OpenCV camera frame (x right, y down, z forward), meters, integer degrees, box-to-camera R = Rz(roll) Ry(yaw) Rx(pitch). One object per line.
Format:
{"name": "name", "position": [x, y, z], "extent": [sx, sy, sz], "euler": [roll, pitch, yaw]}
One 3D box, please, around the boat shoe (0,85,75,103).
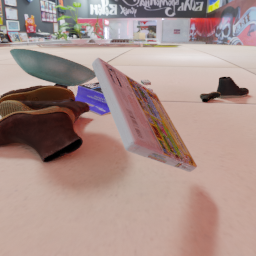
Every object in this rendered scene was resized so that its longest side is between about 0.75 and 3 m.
{"name": "boat shoe", "position": [-3.504, -1.209, 10.936], "extent": [2.849, 1.003, 1.002], "euler": [-4, 24, -9]}

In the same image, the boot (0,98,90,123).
{"name": "boot", "position": [-2.805, -0.588, 9.621], "extent": [2.506, 0.907, 2.084], "euler": [12, 21, 14]}

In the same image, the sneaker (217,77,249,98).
{"name": "sneaker", "position": [4.912, -1.917, 12.919], "extent": [1.760, 0.935, 0.658], "euler": [-9, 22, -22]}

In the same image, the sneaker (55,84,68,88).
{"name": "sneaker", "position": [-3.571, -2.164, 14.063], "extent": [1.115, 0.592, 0.417], "euler": [-19, 28, -41]}

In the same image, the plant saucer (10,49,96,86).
{"name": "plant saucer", "position": [-2.269, -1.701, 8.505], "extent": [2.611, 0.503, 2.611], "euler": [13, -2, 1]}

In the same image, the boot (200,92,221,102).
{"name": "boot", "position": [3.633, -1.317, 12.288], "extent": [0.892, 0.346, 0.617], "euler": [-10, 23, 12]}

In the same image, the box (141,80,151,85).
{"name": "box", "position": [1.002, -2.596, 15.856], "extent": [0.425, 0.134, 0.772], "euler": [-3, 21, -7]}

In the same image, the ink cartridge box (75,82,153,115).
{"name": "ink cartridge box", "position": [-0.868, -1.427, 12.030], "extent": [2.786, 0.605, 2.760], "euler": [-21, 30, -38]}

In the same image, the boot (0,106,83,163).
{"name": "boot", "position": [-2.516, 0.251, 7.420], "extent": [2.286, 0.827, 1.901], "euler": [-24, 41, -15]}

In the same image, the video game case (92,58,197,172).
{"name": "video game case", "position": [0.326, -0.242, 5.568], "extent": [2.009, 0.253, 2.208], "euler": [23, 33, -45]}
